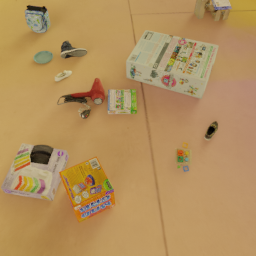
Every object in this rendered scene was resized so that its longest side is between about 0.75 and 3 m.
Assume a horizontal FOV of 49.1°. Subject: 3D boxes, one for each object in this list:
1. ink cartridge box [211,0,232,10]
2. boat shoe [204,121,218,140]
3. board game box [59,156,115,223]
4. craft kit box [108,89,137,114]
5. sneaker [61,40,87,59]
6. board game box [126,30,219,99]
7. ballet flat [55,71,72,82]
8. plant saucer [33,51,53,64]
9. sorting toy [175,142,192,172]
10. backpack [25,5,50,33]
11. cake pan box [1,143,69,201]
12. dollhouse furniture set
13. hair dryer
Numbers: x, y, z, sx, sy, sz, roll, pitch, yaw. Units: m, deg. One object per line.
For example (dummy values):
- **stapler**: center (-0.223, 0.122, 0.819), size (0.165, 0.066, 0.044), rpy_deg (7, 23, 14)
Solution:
- **ink cartridge box**: center (4.298, -5.841, 12.994), size (0.716, 0.252, 1.200), rpy_deg (-5, 60, -5)
- **boat shoe**: center (2.723, 0.047, 9.030), size (0.289, 0.244, 0.809), rpy_deg (26, 57, 18)
- **board game box**: center (-1.045, 1.606, 7.318), size (1.061, 1.061, 1.062), rpy_deg (-22, 56, -16)
- **craft kit box**: center (-0.202, -0.932, 9.798), size (1.001, 0.246, 1.014), rpy_deg (-2, 53, 2)
- **sneaker**: center (-2.226, -3.263, 11.454), size (1.075, 0.409, 0.777), rpy_deg (-7, 56, -4)
- **board game box**: center (1.666, -2.472, 10.530), size (2.918, 0.938, 2.153), rpy_deg (17, 55, 14)
- **ballet flat**: center (-2.447, -2.023, 10.613), size (0.755, 0.262, 0.262), rpy_deg (-37, 61, -25)
- **plant saucer**: center (-3.416, -2.843, 11.328), size (0.782, 0.107, 0.782), rpy_deg (0, 52, -1)
- **sorting toy**: center (1.647, 0.831, 8.282), size (0.514, 0.124, 0.913), rpy_deg (7, 67, -5)
- **backpack**: center (-3.916, -4.636, 12.114), size (0.951, 1.039, 0.764), rpy_deg (9, 54, 9)
- **cake pan box**: center (-2.610, 1.215, 8.048), size (1.440, 0.409, 1.564), rpy_deg (10, 53, 5)
- **dollhouse furniture set**: center (3.893, -5.707, 12.997), size (1.389, 0.923, 1.217), rpy_deg (-11, 53, -8)
- **hair dryer**: center (-1.470, -1.201, 9.778), size (1.380, 0.492, 1.812), rpy_deg (31, 53, 17)
